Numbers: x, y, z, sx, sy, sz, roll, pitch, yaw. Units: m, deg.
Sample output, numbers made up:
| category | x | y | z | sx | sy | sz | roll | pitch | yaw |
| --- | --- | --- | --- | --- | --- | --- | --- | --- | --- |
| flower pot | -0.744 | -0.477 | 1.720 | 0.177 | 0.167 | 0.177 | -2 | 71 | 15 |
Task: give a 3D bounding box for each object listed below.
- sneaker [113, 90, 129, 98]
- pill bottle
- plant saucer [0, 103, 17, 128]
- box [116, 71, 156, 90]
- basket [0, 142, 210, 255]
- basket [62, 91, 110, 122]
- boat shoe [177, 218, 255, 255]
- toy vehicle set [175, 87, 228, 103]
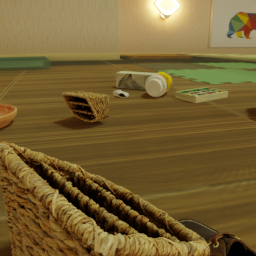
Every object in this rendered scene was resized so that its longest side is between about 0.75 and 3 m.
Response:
| category | x | y | z | sx | sy | sz | roll | pitch | yaw |
| --- | --- | --- | --- | --- | --- | --- | --- | --- | --- |
| sneaker | -0.365 | -1.530 | 12.540 | 0.832 | 0.304 | 0.295 | 12 | 18 | 32 |
| pill bottle | 1.403 | -2.009 | 12.895 | 0.988 | 0.988 | 1.808 | 7 | 20 | 20 |
| plant saucer | -4.634 | -0.293 | 8.545 | 2.367 | 0.443 | 2.367 | -1 | 18 | 0 |
| box | 0.433 | -2.466 | 14.569 | 2.061 | 0.847 | 0.705 | 7 | 20 | 25 |
| basket | -0.252 | 0.961 | 2.893 | 1.503 | 1.569 | 2.106 | -14 | 22 | -37 |
| basket | -1.341 | -0.635 | 8.725 | 1.294 | 0.923 | 0.964 | 13 | 16 | 38 |
| boat shoe | 1.102 | 1.440 | 2.895 | 0.673 | 0.672 | 1.911 | -10 | 20 | -25 |
| toy vehicle set | 3.271 | -1.495 | 12.479 | 2.078 | 0.276 | 1.291 | -12 | 22 | -33 |
